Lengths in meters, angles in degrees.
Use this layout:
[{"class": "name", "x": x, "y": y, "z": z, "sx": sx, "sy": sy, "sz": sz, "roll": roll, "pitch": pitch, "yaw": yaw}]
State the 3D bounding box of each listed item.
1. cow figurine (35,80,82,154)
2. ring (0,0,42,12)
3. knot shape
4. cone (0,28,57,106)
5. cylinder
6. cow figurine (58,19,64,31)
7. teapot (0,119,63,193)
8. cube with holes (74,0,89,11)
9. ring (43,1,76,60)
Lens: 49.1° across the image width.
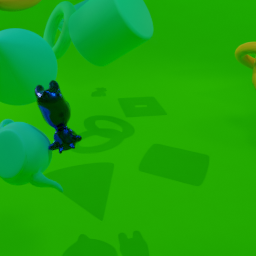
[{"class": "cow figurine", "x": -0.996, "y": -0.131, "z": 3.952, "sx": 0.484, "sy": 0.882, "sz": 0.868, "roll": -19, "pitch": 46, "yaw": -4}, {"class": "ring", "x": -2.692, "y": -3.279, "z": 6.492, "sx": 1.564, "sy": 0.313, "sz": 1.564, "roll": 3, "pitch": 60, "yaw": -5}, {"class": "knot shape", "x": 3.008, "y": -1.374, "z": 6.277, "sx": 0.726, "sy": 1.470, "sz": 1.571, "roll": -32, "pitch": 38, "yaw": 26}, {"class": "cone", "x": -2.159, "y": -1.289, "z": 5.026, "sx": 1.608, "sy": 1.608, "sz": 1.614, "roll": -6, "pitch": -1, "yaw": -10}, {"class": "cylinder", "x": -0.348, "y": -2.131, "z": 5.832, "sx": 1.287, "sy": 1.287, "sz": 1.287, "roll": -22, "pitch": 16, "yaw": 34}, {"class": "cow figurine", "x": -2.189, "y": -3.539, "z": 9.927, "sx": 0.891, "sy": 0.489, "sz": 0.877, "roll": 39, "pitch": 12, "yaw": -18}, {"class": "teapot", "x": -1.448, "y": 0.396, "z": 4.028, "sx": 1.420, "sy": 0.883, "sz": 0.695, "roll": 50, "pitch": 19, "yaw": 19}, {"class": "cube with holes", "x": -0.809, "y": -3.257, "z": 8.730, "sx": 1.241, "sy": 1.241, "sz": 1.241, "roll": -26, "pitch": 5, "yaw": 0}, {"class": "ring", "x": -1.856, "y": -2.596, "z": 7.521, "sx": 0.318, "sy": 1.588, "sz": 1.588, "roll": 13, "pitch": 18, "yaw": -38}]
